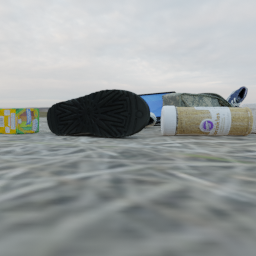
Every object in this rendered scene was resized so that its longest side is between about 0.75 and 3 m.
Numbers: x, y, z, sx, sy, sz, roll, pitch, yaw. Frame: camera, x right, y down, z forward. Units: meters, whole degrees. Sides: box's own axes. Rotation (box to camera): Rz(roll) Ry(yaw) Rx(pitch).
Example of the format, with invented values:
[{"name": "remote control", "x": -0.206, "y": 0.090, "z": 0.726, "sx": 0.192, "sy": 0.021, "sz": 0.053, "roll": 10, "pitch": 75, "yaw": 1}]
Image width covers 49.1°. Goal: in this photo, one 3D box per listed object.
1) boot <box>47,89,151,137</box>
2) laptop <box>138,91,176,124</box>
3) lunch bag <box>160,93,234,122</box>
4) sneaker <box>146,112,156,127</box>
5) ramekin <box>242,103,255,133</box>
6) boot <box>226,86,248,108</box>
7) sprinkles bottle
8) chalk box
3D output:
[{"name": "boot", "x": -0.385, "y": -0.351, "z": 6.881, "sx": 2.693, "sy": 1.013, "sz": 2.014, "roll": 1, "pitch": 3, "yaw": 30}, {"name": "laptop", "x": 1.449, "y": -1.020, "z": 13.407, "sx": 2.658, "sy": 1.549, "sz": 2.999, "roll": -6, "pitch": 3, "yaw": -4}, {"name": "lunch bag", "x": 2.404, "y": -0.582, "z": 9.513, "sx": 2.154, "sy": 1.267, "sz": 1.767, "roll": 3, "pitch": 5, "yaw": -11}, {"name": "sneaker", "x": -0.018, "y": -0.402, "z": 10.336, "sx": 2.112, "sy": 0.797, "sz": 1.215, "roll": 2, "pitch": 1, "yaw": 7}, {"name": "ramekin", "x": 3.780, "y": -0.247, "z": 7.244, "sx": 1.615, "sy": 0.752, "sz": 1.615, "roll": 1, "pitch": 4, "yaw": 0}, {"name": "boot", "x": 4.071, "y": -0.899, "z": 11.003, "sx": 0.620, "sy": 1.705, "sz": 0.770, "roll": 32, "pitch": -17, "yaw": 1}, {"name": "sprinkles bottle", "x": 1.799, "y": -0.169, "z": 6.541, "sx": 2.016, "sy": 0.688, "sz": 0.688, "roll": 0, "pitch": 3, "yaw": 1}, {"name": "chalk box", "x": -2.791, "y": -0.193, "z": 7.427, "sx": 0.659, "sy": 0.662, "sz": 1.064, "roll": 1, "pitch": 5, "yaw": 25}]
